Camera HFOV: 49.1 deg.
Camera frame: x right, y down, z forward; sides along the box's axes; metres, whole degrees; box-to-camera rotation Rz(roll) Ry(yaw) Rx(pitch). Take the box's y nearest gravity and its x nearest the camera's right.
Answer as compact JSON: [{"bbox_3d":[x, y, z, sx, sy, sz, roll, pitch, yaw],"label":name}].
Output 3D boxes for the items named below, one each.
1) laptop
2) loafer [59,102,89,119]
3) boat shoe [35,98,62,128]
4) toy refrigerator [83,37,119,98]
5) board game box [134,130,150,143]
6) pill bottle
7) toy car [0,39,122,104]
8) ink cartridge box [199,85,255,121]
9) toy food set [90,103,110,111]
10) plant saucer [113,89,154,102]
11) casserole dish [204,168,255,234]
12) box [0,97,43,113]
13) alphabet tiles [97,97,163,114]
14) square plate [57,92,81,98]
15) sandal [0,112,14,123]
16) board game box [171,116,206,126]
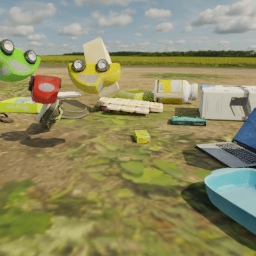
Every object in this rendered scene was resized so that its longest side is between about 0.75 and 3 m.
[{"bbox_3d":[2.923,0.180,7.008,1.805,1.046,1.690,-4,15,-14],"label":"laptop"},{"bbox_3d":[-2.461,-0.707,11.069,1.797,0.626,0.676,-3,15,-12],"label":"loafer"},{"bbox_3d":[-2.456,-0.507,8.964,0.659,0.788,2.206,27,-21,-17],"label":"boat shoe"},{"bbox_3d":[-1.235,-2.636,11.977,0.995,1.080,2.844,-22,44,6],"label":"toy refrigerator"},{"bbox_3d":[0.416,0.251,8.388,0.384,0.180,0.756,-1,15,-5],"label":"board game box"},{"bbox_3d":[2.395,-1.823,14.132,2.101,1.177,1.177,3,15,10],"label":"pill bottle"},{"bbox_3d":[-1.938,-1.125,6.113,2.945,0.657,2.771,-7,-11,33],"label":"toy car"},{"bbox_3d":[4.333,-1.048,11.289,2.745,1.149,1.991,3,15,11],"label":"ink cartridge box"},{"bbox_3d":[-0.901,-0.960,12.805,1.589,0.250,1.010,-4,15,-36],"label":"toy food set"},{"bbox_3d":[0.482,-1.794,15.370,2.000,0.479,1.998,-12,19,-36],"label":"plant saucer"},{"bbox_3d":[2.181,1.219,4.346,1.355,0.434,2.237,-7,17,-24],"label":"casserole dish"},{"bbox_3d":[-4.439,-1.021,12.511,2.102,0.501,1.281,3,16,12],"label":"box"},{"bbox_3d":[0.120,-1.081,12.683,2.921,0.213,2.857,7,14,6],"label":"alphabet tiles"},{"bbox_3d":[-3.583,-1.926,16.396,1.424,0.204,1.438,-6,16,-24],"label":"square plate"},{"bbox_3d":[-4.781,-0.424,10.621,1.156,0.315,0.472,11,18,34],"label":"sandal"},{"bbox_3d":[2.215,-0.266,10.316,1.236,0.174,0.836,3,16,10],"label":"board game box"}]
